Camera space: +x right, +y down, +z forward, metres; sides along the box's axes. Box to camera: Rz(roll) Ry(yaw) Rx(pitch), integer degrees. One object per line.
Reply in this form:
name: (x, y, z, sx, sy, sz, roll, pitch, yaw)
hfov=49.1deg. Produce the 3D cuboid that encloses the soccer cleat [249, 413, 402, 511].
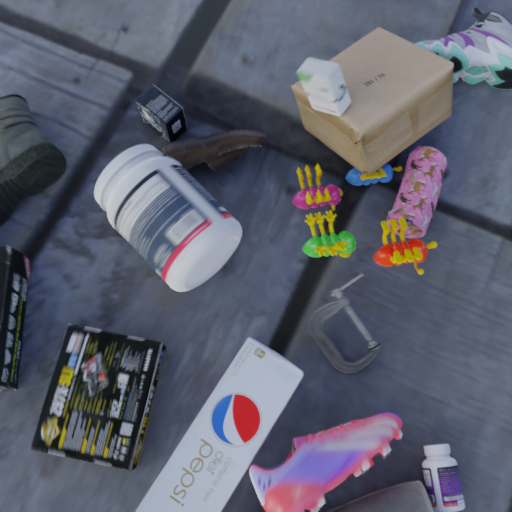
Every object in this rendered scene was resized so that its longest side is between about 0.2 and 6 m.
soccer cleat: (1.118, 2.893, 8.274, 2.642, 0.881, 1.010, -25, 63, -32)

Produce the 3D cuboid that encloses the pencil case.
pencil case: (2.879, -1.145, 9.999, 0.677, 0.707, 1.635, 8, 68, 40)

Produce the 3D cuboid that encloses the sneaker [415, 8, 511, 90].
sneaker: (4.128, -4.205, 10.911, 2.354, 0.915, 1.646, 10, 71, -7)

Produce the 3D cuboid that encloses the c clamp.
c clamp: (1.525, 1.188, 9.155, 1.228, 0.195, 1.438, -29, 97, 10)

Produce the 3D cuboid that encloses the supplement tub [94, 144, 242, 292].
supplement tub: (-1.465, -0.636, 9.349, 1.547, 1.547, 2.205, -42, 77, -12)

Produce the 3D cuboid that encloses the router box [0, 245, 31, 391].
router box: (-5.388, 1.053, 9.136, 3.024, 0.939, 2.266, 0, 72, 0)

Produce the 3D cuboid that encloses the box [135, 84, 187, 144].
box: (-1.744, -2.617, 10.396, 0.768, 0.781, 0.484, 41, 77, 12)

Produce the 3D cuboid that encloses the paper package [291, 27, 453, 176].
paper package: (2.068, -2.795, 9.976, 2.137, 1.105, 2.036, -36, 53, -9)

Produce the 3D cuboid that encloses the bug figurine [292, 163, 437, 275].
bug figurine: (1.743, -0.719, 9.598, 2.141, 0.710, 2.761, -6, 51, -4)

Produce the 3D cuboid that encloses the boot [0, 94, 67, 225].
boot: (-5.050, -1.531, 10.110, 2.983, 1.010, 1.949, -38, 66, -13)

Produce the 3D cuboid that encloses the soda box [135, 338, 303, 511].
soda box: (-0.555, 2.916, 8.456, 1.041, 1.114, 3.270, 31, 75, 9)

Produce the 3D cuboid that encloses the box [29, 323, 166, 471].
box: (-2.485, 2.241, 9.006, 1.625, 0.502, 2.035, 10, 72, 4)

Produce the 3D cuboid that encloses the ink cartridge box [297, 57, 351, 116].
ink cartridge box: (1.100, -2.702, 8.982, 0.616, 0.844, 0.356, 28, 76, 35)

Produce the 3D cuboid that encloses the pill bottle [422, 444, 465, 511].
pill bottle: (2.855, 3.401, 8.614, 0.522, 0.522, 0.936, -5, 72, -2)

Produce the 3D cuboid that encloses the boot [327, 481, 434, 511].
boot: (1.353, 4.834, 8.013, 2.920, 1.059, 2.655, -6, 74, -9)

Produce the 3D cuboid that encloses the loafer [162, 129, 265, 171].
loafer: (-0.735, -1.911, 10.328, 1.883, 0.688, 0.668, -11, 104, 0)
